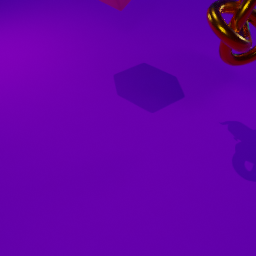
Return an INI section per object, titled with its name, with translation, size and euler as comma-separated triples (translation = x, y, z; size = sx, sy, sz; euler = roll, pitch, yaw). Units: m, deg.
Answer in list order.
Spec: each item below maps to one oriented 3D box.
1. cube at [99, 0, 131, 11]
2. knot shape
[cube]
translation = -0.409, -4.164, 7.079
size = 1.385, 1.385, 1.385
euler = 35, 80, 21
[knot shape]
translation = 2.265, -1.932, 5.528
size = 0.787, 1.594, 1.703
euler = 18, 61, 44
